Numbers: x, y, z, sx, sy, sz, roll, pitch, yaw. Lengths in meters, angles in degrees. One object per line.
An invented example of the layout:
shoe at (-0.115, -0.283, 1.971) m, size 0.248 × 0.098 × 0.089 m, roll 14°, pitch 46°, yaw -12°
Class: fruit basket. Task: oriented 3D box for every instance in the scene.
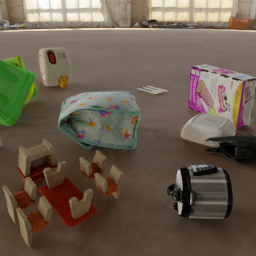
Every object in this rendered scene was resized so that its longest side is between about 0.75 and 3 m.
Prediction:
fruit basket at (-4.594, -1.272, 9.971) m, size 3.217 × 2.320 × 3.217 m, roll 16°, pitch -16°, yaw 5°

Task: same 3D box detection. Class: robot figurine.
robot figurine at (-5.910, -2.883, 14.051) m, size 1.683 × 1.110 × 1.918 m, roll -18°, pitch 21°, yaw 16°

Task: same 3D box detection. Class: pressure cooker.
pressure cooker at (1.260, 1.182, 5.112) m, size 1.079 × 0.949 × 0.963 m, roll 0°, pitch 46°, yaw 3°

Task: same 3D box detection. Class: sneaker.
sneaker at (3.008, 0.598, 6.889) m, size 1.079 × 0.621 × 2.068 m, roll -14°, pitch 23°, yaw -29°

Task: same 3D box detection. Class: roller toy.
roller toy at (-3.403, -2.901, 13.288) m, size 1.341 × 1.750 × 1.919 m, roll -10°, pitch 26°, yaw -22°

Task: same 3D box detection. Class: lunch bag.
lunch bag at (-0.852, -0.316, 8.023) m, size 2.199 × 1.341 × 1.873 m, roll 2°, pitch 24°, yaw -8°

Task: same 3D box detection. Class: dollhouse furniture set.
dollhouse furniture set at (-1.401, 1.158, 5.513) m, size 1.963 × 1.011 × 1.942 m, roll -20°, pitch 42°, yaw -37°

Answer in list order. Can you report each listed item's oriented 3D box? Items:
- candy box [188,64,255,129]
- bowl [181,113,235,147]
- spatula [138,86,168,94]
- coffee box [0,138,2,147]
candy box at (3.087, -1.140, 9.502) m, size 0.723 × 1.615 × 2.369 m, roll -14°, pitch 27°, yaw -26°
bowl at (2.400, -0.009, 8.328) m, size 1.396 × 0.522 × 1.398 m, roll 15°, pitch 29°, yaw 32°
spatula at (1.097, -1.752, 12.756) m, size 0.889 × 0.103 × 1.278 m, roll -21°, pitch 31°, yaw -37°
coffee box at (-4.411, 0.244, 6.804) m, size 0.901 × 1.292 × 2.260 m, roll 15°, pitch 29°, yaw 29°
